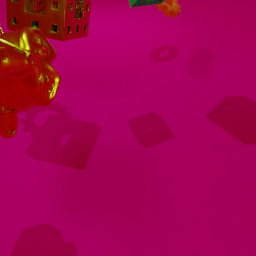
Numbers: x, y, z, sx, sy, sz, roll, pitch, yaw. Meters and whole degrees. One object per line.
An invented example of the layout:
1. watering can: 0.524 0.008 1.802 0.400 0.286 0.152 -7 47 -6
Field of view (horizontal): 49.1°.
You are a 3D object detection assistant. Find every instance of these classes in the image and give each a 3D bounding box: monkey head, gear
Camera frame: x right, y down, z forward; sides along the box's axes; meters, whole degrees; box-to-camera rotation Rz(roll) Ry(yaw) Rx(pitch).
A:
1. monkey head: -1.701 -0.810 3.918 1.136 1.885 1.356 -10 0 20
2. gear: 1.312 -4.464 9.876 1.281 0.237 1.281 21 51 -28

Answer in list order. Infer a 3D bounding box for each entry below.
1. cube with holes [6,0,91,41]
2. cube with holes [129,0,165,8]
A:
1. cube with holes: -1.694 -2.786 6.210 1.338 1.338 1.338 14 25 10
2. cube with holes: 0.488 -3.400 6.401 0.856 0.856 0.856 -17 5 -20
